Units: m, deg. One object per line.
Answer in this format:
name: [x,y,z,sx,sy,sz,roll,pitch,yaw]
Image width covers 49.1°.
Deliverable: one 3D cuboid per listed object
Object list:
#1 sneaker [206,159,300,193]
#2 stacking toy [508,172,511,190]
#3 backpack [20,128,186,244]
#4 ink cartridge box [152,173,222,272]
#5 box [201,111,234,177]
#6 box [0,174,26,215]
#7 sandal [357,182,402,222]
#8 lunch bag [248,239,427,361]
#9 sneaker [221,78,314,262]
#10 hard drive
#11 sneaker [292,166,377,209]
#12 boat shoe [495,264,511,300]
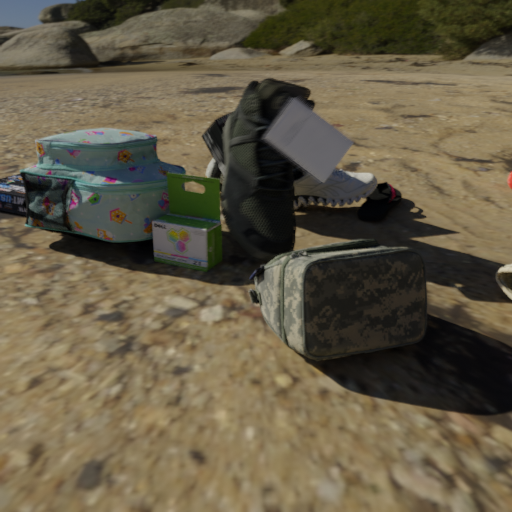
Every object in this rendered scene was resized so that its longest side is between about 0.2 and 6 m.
sneaker: [0.135,-2.065,13.449,2.768,1.047,1.214,-17,29,-34]
stacking toy: [7.023,-1.758,13.026,2.141,0.914,0.914,9,24,30]
backpack: [-2.641,-1.287,10.389,2.706,2.075,2.379,20,23,23]
ink cartridge box: [-1.165,-0.578,9.348,1.074,1.453,0.551,10,25,23]
box: [-0.075,-2.469,11.747,1.633,1.213,1.015,-31,5,-22]
box: [-4.861,-1.475,12.721,2.086,0.518,2.071,10,25,22]
sandal: [2.701,-1.291,12.235,0.800,0.480,2.130,0,21,22]
lunch bag: [1.004,0.481,7.196,1.859,1.295,1.559,-7,7,-20]
sneaker: [0.195,-1.673,9.593,1.300,1.948,3.400,6,59,-16]
hard drive: [0.838,-1.839,8.925,1.186,0.782,0.150,36,3,-5]
sneaker: [1.446,-1.586,12.078,2.308,0.935,0.867,-5,32,7]
boat shoe: [3.972,0.646,7.220,0.771,0.877,2.464,-4,21,-1]
